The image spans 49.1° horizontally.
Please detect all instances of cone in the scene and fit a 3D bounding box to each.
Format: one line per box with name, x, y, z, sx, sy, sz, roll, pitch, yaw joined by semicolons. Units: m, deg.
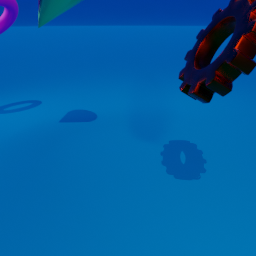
cone;-1.608;-2.668;5.954;1.224;1.228;1.224;32;13;-8

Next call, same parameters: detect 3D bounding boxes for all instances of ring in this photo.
ring;-3.719;-2.918;7.394;1.743;0.349;1.743;-34;0;0

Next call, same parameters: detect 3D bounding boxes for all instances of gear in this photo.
gear;1.398;-1.192;4.201;0.310;1.676;1.676;27;16;-16
